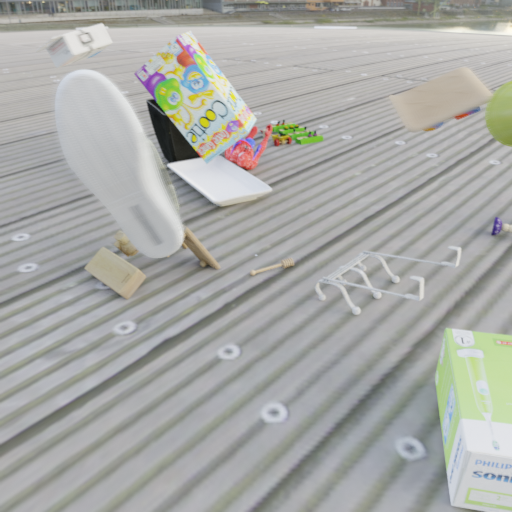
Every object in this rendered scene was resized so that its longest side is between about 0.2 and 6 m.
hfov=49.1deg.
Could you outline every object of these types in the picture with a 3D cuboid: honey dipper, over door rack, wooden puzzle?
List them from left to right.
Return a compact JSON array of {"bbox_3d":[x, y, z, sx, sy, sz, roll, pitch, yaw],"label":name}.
[{"bbox_3d":[0.286,0.224,10.371,0.868,0.165,0.165,-17,32,-21],"label":"honey dipper"},{"bbox_3d":[2.185,0.410,9.284,1.998,0.666,1.476,-3,19,44],"label":"over door rack"},{"bbox_3d":[3.304,-2.739,10.040,1.533,0.355,1.420,-18,39,11],"label":"wooden puzzle"}]

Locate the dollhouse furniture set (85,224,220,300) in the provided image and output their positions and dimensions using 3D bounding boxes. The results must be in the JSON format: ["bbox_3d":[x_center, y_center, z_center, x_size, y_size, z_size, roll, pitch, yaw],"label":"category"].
[{"bbox_3d":[-1.875,0.206,10.248,1.482,1.270,1.559,26,72,40],"label":"dollhouse furniture set"}]

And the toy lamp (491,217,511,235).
[{"bbox_3d":[5.611,-0.473,11.351,1.522,0.443,0.443,12,30,22],"label":"toy lamp"}]

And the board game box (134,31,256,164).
[{"bbox_3d":[-1.221,-3.334,11.829,1.219,2.324,1.197,-33,18,22],"label":"board game box"}]

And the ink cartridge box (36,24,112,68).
[{"bbox_3d":[-3.271,-3.754,10.084,0.672,0.387,1.160,-9,23,44],"label":"ink cartridge box"}]

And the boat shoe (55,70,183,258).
[{"bbox_3d":[-1.793,-1.213,7.491,0.996,2.762,0.980,-17,38,3],"label":"boat shoe"}]

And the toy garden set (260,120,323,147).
[{"bbox_3d":[0.948,-3.981,17.878,1.619,0.387,1.942,-15,32,-26],"label":"toy garden set"}]

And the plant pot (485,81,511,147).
[{"bbox_3d":[4.197,-2.197,8.511,1.071,1.071,0.985,1,10,3],"label":"plant pot"}]

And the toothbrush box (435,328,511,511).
[{"bbox_3d":[2.998,1.867,6.495,1.533,0.906,2.105,5,28,9],"label":"toothbrush box"}]

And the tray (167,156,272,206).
[{"bbox_3d":[-0.984,-1.873,14.047,1.579,0.326,2.941,-14,31,-26],"label":"tray"}]

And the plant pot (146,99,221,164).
[{"bbox_3d":[-1.852,-3.419,15.532,1.846,1.641,1.850,-13,30,-21],"label":"plant pot"}]

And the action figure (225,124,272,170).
[{"bbox_3d":[-0.203,-3.494,15.689,1.065,1.615,3.263,23,28,-14],"label":"action figure"}]
